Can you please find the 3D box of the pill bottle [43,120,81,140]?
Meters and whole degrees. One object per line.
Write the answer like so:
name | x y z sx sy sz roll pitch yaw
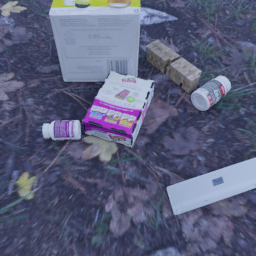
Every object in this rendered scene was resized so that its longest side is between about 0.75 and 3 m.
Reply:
pill bottle | -1.990 0.072 8.458 1.067 0.599 0.599 -2 53 -1

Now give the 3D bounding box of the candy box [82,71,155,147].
candy box | -0.234 -0.675 8.930 1.600 0.716 2.347 16 55 12

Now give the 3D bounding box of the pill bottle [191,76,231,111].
pill bottle | 2.778 -1.177 9.303 1.276 0.727 0.727 -35 61 -23

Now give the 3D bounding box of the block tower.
block tower | 1.618 -2.268 10.177 0.636 0.681 2.355 -32 61 -22

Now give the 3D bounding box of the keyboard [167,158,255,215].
keyboard | 2.349 1.479 7.251 2.681 0.143 0.754 -17 86 -7

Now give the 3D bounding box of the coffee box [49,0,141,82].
coffee box | -0.959 -3.496 9.789 2.692 2.696 2.666 0 53 0
